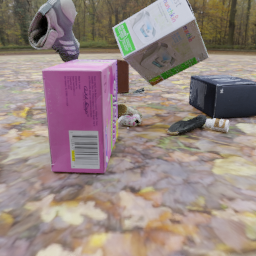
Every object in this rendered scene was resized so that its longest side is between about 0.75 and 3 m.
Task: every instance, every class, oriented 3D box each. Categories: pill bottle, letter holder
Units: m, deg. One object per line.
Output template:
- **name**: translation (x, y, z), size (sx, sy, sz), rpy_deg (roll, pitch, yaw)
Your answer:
- **pill bottle**: translation (3.131, -0.108, 9.826), size (0.750, 0.429, 0.429), rpy_deg (10, 21, 28)
- **letter holder**: translation (-1.417, -2.995, 16.032), size (2.709, 1.925, 1.362), rpy_deg (-7, 20, -18)

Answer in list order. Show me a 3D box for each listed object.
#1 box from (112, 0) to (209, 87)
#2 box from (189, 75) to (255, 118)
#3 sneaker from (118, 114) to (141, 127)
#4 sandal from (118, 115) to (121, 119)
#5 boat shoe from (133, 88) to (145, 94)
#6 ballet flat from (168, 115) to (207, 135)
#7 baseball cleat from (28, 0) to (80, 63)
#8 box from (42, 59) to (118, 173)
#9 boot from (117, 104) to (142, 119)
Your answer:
- **box**: translation (1.324, -3.134, 10.334), size (2.609, 1.430, 2.957), rpy_deg (-24, -20, 17)
- **box**: translation (4.115, -1.469, 12.297), size (2.002, 1.411, 2.706), rpy_deg (-3, 19, -8)
- **sneaker**: translation (0.079, -0.253, 10.294), size (0.944, 0.384, 0.416), rpy_deg (-12, 36, -18)
- **sandal**: translation (-1.066, -0.840, 11.811), size (0.934, 0.628, 2.325), rpy_deg (-31, 49, -34)
- **boat shoe**: translation (0.610, -2.144, 16.098), size (0.341, 0.272, 0.901), rpy_deg (15, 24, 37)
- **ballet flat**: translation (2.111, -0.027, 9.809), size (1.698, 0.482, 0.564), rpy_deg (-17, 39, -26)
- **baseball cleat**: translation (-2.183, -2.602, 8.223), size (1.017, 2.916, 1.552), rpy_deg (38, 68, 10)
- **box**: translation (-1.109, -0.511, 7.746), size (1.379, 2.508, 2.852), rpy_deg (1, 18, 4)
- **boot**: translation (-0.199, -0.636, 10.880), size (1.038, 0.484, 1.342), rpy_deg (19, -6, -43)
